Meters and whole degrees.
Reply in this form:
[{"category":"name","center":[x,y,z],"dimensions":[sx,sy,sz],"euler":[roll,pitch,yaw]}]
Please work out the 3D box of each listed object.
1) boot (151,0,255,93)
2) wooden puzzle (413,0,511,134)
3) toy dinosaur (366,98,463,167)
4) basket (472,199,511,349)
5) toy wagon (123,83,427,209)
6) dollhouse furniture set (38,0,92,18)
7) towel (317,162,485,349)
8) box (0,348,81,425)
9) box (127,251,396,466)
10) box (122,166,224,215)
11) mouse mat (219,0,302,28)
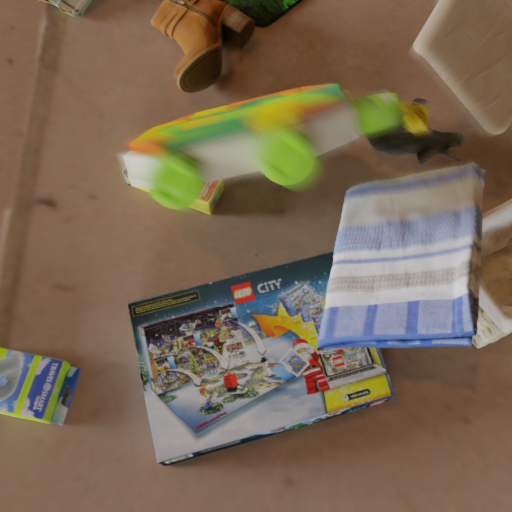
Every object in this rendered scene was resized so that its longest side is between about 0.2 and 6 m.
[{"category":"boot","center":[-1.261,-3.981,10.137],"dimensions":[1.688,0.834,2.174],"euler":[30,69,13]},{"category":"wooden puzzle","center":[3.055,-2.821,7.740],"dimensions":[1.799,0.416,1.666],"euler":[37,75,-20]},{"category":"toy dinosaur","center":[2.206,-1.981,9.031],"dimensions":[2.054,1.051,0.791],"euler":[15,45,35]},{"category":"basket","center":[3.708,0.144,7.919],"dimensions":[2.202,1.358,1.492],"euler":[-25,67,-12]},{"category":"toy wagon","center":[0.273,-1.730,7.727],"dimensions":[3.986,0.789,3.092],"euler":[-11,22,11]},{"category":"dollhouse furniture set","center":[-3.328,-5.727,11.233],"dimensions":[1.128,0.871,2.257],"euler":[33,88,7]},{"category":"towel","center":[1.904,-0.048,7.339],"dimensions":[2.023,0.328,2.755],"euler":[-7,49,31]},{"category":"box","center":[-3.243,1.776,7.728],"dimensions":[1.396,0.333,0.851],"euler":[10,66,5]},{"category":"box","center":[0.016,1.344,7.766],"dimensions":[3.202,0.603,2.187],"euler":[-14,66,-6]},{"category":"box","center":[-1.336,-1.219,9.088],"dimensions":[1.545,0.387,0.581],"euler":[22,67,10]},{"category":"mouse mat","center":[-0.163,-6.147,11.562],"dimensions":[3.251,0.122,2.616],"euler":[41,71,16]}]
